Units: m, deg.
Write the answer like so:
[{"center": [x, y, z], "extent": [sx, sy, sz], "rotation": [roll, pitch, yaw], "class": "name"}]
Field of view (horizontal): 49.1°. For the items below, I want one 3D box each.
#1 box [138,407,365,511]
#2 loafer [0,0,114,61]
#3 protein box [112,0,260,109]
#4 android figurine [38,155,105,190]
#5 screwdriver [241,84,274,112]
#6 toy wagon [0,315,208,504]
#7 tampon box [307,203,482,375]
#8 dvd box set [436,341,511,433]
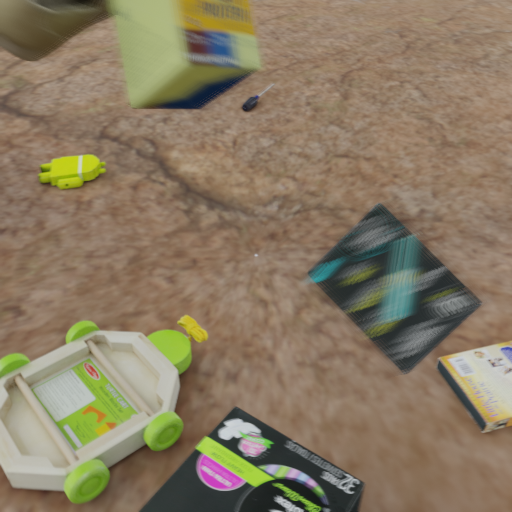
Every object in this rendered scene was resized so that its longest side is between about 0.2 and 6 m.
[{"center": [-0.184, 2.405, 4.395], "extent": [1.348, 1.128, 1.815], "rotation": [23, 42, 28], "class": "box"}, {"center": [-2.498, -4.039, 8.183], "extent": [1.066, 1.201, 3.160], "rotation": [-14, 40, 52], "class": "loafer"}, {"center": [-1.001, -3.086, 7.587], "extent": [1.153, 1.709, 1.697], "rotation": [-10, 0, -35], "class": "protein box"}, {"center": [-3.484, -1.626, 10.647], "extent": [1.214, 0.249, 1.105], "rotation": [-9, 37, -11], "class": "android figurine"}, {"center": [0.068, -3.991, 13.840], "extent": [0.259, 0.249, 1.782], "rotation": [35, 44, -4], "class": "screwdriver"}, {"center": [-1.626, 1.480, 6.211], "extent": [2.524, 0.499, 1.958], "rotation": [-26, 44, -32], "class": "toy wagon"}, {"center": [1.005, 0.239, 4.221], "extent": [1.002, 0.751, 0.633], "rotation": [46, 6, 8], "class": "tampon box"}, {"center": [2.953, 1.452, 6.491], "extent": [1.368, 0.201, 1.001], "rotation": [-10, 37, -14], "class": "dvd box set"}]
